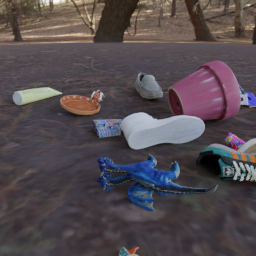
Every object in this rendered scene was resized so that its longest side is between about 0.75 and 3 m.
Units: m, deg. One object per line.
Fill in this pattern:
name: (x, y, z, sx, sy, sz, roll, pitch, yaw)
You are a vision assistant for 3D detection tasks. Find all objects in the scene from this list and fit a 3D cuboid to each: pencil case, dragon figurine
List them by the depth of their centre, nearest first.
dragon figurine: (0.442, 1.202, 6.001, 1.329, 0.786, 2.672, -19, 28, -40)
pencil case: (3.270, 0.498, 8.335, 0.419, 0.419, 0.948, -5, 23, -12)

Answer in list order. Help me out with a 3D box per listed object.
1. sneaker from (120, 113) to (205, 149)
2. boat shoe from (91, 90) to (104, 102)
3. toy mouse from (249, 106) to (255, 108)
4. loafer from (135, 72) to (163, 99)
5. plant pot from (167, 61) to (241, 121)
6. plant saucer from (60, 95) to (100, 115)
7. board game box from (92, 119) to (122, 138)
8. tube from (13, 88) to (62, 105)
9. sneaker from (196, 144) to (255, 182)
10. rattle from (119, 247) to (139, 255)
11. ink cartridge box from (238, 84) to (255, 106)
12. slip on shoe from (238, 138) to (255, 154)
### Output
sneaker: (1.051, -0.127, 9.177, 2.590, 0.954, 1.497, -7, 25, -14)
boat shoe: (-1.352, -1.460, 13.126, 0.467, 0.531, 1.492, 25, 9, 0)
toy mouse: (6.839, -1.036, 11.209, 2.764, 0.535, 2.457, 0, 4, -10)
loafer: (1.005, -2.183, 14.311, 1.023, 1.021, 2.927, -7, 22, -16)
plant pot: (2.682, -1.171, 10.507, 2.016, 2.252, 2.252, -19, 25, -8)
plant saucer: (-2.015, -0.944, 11.805, 1.674, 0.270, 1.674, 11, 26, -6)
board game box: (-0.630, -0.036, 9.799, 1.036, 0.320, 1.037, -8, 23, -17)
tube: (-4.377, -1.629, 13.621, 0.642, 0.717, 2.472, -31, -1, 33)
sneaker: (2.675, 0.982, 6.705, 2.185, 0.780, 0.873, 12, 27, 43)
rattle: (-0.044, 1.967, 4.178, 0.688, 0.755, 1.057, -12, 22, 23)
ink cartridge box: (4.938, -1.709, 13.742, 2.700, 0.586, 2.675, 6, 21, 11)
slip on shoe: (3.632, 0.678, 7.630, 1.861, 0.708, 0.564, -10, 44, -32)
